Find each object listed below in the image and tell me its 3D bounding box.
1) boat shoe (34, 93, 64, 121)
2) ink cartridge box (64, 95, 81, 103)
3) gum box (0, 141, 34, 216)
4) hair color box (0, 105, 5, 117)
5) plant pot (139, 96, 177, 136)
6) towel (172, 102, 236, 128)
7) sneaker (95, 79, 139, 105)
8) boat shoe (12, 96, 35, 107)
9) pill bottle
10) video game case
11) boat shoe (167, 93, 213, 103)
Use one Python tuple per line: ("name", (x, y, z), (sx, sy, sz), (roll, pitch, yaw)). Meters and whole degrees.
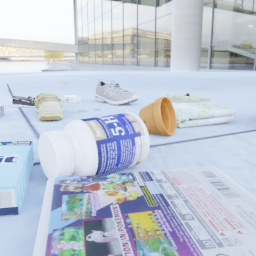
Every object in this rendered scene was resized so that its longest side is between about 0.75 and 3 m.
("boat shoe", (-2.767, -0.919, 9.786), (1.025, 0.884, 2.809), (-3, 14, -14))
("ink cartridge box", (-2.587, -1.325, 12.732), (0.823, 0.277, 0.482), (10, 17, 36))
("gum box", (-2.334, 0.673, 4.141), (1.636, 0.429, 1.925), (-2, 14, -12))
("hair color box", (-4.522, -0.473, 9.062), (0.607, 0.372, 1.226), (-1, 15, -3))
("plant pot", (0.736, -0.249, 7.179), (0.692, 0.989, 0.989), (-12, 6, 31))
("towel", (2.052, -0.483, 8.780), (1.996, 0.481, 1.709), (-7, 15, -16))
("sneaker", (-0.603, -1.588, 12.212), (2.512, 1.030, 0.939), (12, 18, 40))
("boat shoe", (-4.035, -1.092, 11.435), (1.462, 0.441, 0.540), (3, 14, 10))
("pill bottle", (-0.546, 0.309, 4.608), (1.632, 0.977, 0.977), (-11, 18, -37))
("video game case", (0.374, 1.094, 2.816), (2.505, 0.316, 2.750), (-2, 15, -11))
("boat shoe", (2.431, -1.075, 10.984), (1.996, 0.619, 0.719), (-4, 14, -16))
